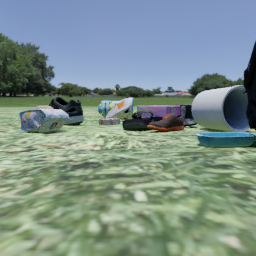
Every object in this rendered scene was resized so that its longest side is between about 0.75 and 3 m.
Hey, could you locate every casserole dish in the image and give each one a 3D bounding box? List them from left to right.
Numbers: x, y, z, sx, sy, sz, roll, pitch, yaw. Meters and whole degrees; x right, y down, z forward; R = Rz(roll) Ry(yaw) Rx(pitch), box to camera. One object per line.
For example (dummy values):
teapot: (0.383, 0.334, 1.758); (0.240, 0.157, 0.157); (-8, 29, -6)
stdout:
casserole dish: (2.040, 0.237, 5.888); (1.250, 0.243, 0.757); (0, 5, -9)

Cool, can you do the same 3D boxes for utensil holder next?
utensil holder: (2.982, -0.583, 8.835); (1.379, 1.379, 1.623); (-2, 3, -21)

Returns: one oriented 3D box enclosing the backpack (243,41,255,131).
backpack: (3.658, -0.688, 5.938); (2.253, 2.181, 2.685); (0, -4, 13)

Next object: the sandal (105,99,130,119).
sandal: (-0.352, -0.745, 13.194); (0.549, 0.734, 1.917); (36, -34, -22)

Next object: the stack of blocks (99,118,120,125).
stack of blocks: (-0.721, -0.243, 10.998); (0.450, 0.229, 0.781); (4, 7, 37)

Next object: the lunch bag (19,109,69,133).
lunch bag: (-2.506, -0.236, 8.427); (1.151, 0.731, 0.976); (-9, -1, 28)

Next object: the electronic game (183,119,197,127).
electronic game: (1.879, -0.168, 10.068); (1.203, 0.250, 1.203); (-3, 8, 0)

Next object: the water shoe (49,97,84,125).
water shoe: (-2.886, -0.722, 11.447); (2.768, 1.092, 0.989); (3, 6, 31)

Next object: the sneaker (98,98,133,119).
sneaker: (-0.669, -0.997, 14.707); (1.807, 1.101, 2.768); (1, -4, -7)

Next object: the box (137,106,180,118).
box: (1.313, -0.584, 11.870); (1.349, 0.742, 1.534); (3, 7, 32)

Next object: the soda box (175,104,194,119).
soda box: (3.457, -0.686, 12.706); (2.504, 0.793, 0.886); (0, 5, -4)

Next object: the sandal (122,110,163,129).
sandal: (0.516, -0.338, 9.831); (1.051, 0.592, 2.763); (-2, 4, 18)

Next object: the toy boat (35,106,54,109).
toy boat: (-3.032, -0.357, 10.467); (1.203, 0.785, 0.786); (5, -22, 44)

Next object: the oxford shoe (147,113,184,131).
oxford shoe: (1.160, -0.186, 8.633); (1.461, 0.530, 0.520); (-3, 6, -41)
